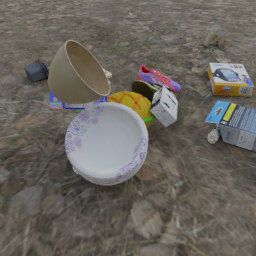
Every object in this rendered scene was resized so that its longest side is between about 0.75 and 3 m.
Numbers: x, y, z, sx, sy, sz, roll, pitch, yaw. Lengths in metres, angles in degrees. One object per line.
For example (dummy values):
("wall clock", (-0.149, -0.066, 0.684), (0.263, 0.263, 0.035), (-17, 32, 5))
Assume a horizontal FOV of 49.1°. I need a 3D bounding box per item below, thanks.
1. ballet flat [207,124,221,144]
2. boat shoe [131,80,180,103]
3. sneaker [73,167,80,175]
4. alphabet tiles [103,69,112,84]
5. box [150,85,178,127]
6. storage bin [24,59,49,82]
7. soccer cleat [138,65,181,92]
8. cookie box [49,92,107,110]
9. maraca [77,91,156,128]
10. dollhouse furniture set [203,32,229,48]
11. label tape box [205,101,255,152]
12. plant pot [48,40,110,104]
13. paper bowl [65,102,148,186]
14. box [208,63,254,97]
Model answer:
("ballet flat", (3.306, 0.135, 10.573), (0.448, 0.379, 1.184), (20, 41, 24))
("boat shoe", (1.215, -1.546, 12.589), (2.445, 0.895, 0.792), (30, 32, 33))
("sneaker", (-1.670, 1.074, 9.202), (0.403, 0.467, 1.064), (-17, 42, -24))
("alphabet tiles", (-2.189, -2.601, 14.498), (2.553, 0.186, 2.497), (-24, 42, -28))
("box", (1.375, -0.844, 10.472), (0.484, 0.938, 1.609), (-36, 19, 29))
("storage bin", (-4.770, -2.985, 14.522), (0.859, 0.931, 1.279), (-33, 47, -23))
("soccer cleat", (1.470, -2.351, 13.548), (2.342, 0.895, 0.781), (25, 43, 31))
("cookie box", (-1.720, -0.936, 9.605), (1.588, 0.597, 1.358), (-1, 6, -33))
("maraca", (-0.417, -0.529, 10.443), (2.968, 1.588, 2.035), (-4, 23, -7))
("dollhouse furniture set", (5.743, -5.682, 18.493), (1.265, 0.840, 1.109), (12, 31, -22))
("label tape box", (4.292, -0.083, 10.536), (2.433, 0.804, 1.743), (17, 38, 25))
("plant pot", (-1.557, -1.389, 8.017), (1.218, 1.814, 1.814), (-31, 30, 21))
("paper bowl", (-0.616, 0.546, 8.779), (2.486, 1.293, 2.486), (-1, 65, 2))
("box", (5.063, -2.576, 14.124), (1.765, 0.615, 2.966), (4, 38, 5))
